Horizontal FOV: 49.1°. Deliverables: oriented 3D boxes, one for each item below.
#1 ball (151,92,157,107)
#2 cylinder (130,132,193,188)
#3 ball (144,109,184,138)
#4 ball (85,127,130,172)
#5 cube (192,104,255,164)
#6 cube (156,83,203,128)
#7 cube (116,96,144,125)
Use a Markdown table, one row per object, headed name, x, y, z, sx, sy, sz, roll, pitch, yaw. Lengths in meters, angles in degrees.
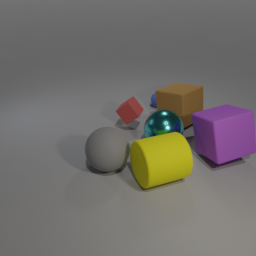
| name | x | y | z | sx | sy | sz | roll | pitch | yaw |
| --- | --- | --- | --- | --- | --- | --- | --- | --- | --- |
| ball | 1.427 | -1.351 | 13.214 | 0.700 | 0.700 | 0.700 | 0 | 29 | 0 |
| cylinder | 0.947 | 0.928 | 8.263 | 1.400 | 1.400 | 1.400 | -11 | 31 | -19 |
| ball | 1.270 | 0.035 | 9.946 | 1.400 | 1.400 | 1.400 | 0 | 29 | 0 |
| ball | -0.641 | 0.656 | 8.757 | 1.400 | 1.400 | 1.400 | 0 | 29 | 0 |
| cube | 3.084 | 0.143 | 9.101 | 1.400 | 1.400 | 1.400 | -15 | 17 | -12 |
| cube | 2.153 | -0.985 | 11.627 | 1.400 | 1.400 | 1.400 | -24 | 28 | -37 |
| cube | 0.077 | -0.696 | 11.033 | 0.700 | 0.700 | 0.700 | -32 | 14 | 31 |
